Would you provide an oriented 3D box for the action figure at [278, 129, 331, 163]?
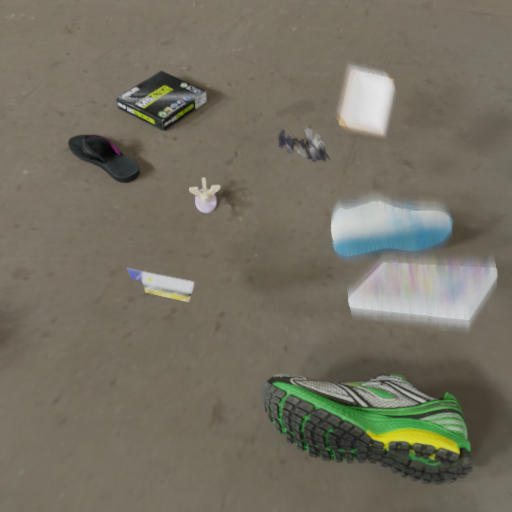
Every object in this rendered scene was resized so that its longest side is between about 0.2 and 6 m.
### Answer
[{"bbox_3d":[0.969,-2.033,10.275,1.056,0.539,0.628,10,19,-30],"label":"action figure"}]

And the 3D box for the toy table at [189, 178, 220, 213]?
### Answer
[{"bbox_3d":[-1.114,-1.347,12.322,0.664,0.423,0.723,-15,49,-13],"label":"toy table"}]

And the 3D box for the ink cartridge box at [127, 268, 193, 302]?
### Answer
[{"bbox_3d":[-1.561,0.485,9.073,1.048,1.036,0.246,11,78,-7],"label":"ink cartridge box"}]

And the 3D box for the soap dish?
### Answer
[{"bbox_3d":[2.130,-2.961,10.882,0.870,0.449,1.106,12,88,0],"label":"soap dish"}]

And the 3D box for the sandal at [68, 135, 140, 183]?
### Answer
[{"bbox_3d":[-3.604,-2.477,13.247,2.212,0.530,0.832,31,55,24],"label":"sandal"}]

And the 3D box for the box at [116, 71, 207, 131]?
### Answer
[{"bbox_3d":[-2.483,-4.127,14.799,1.680,0.413,1.740,32,55,22],"label":"box"}]

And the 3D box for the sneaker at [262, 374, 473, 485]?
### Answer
[{"bbox_3d":[1.634,2.429,8.612,3.177,1.239,1.353,15,42,2],"label":"sneaker"}]

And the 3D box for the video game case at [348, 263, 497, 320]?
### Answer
[{"bbox_3d":[2.466,0.475,8.348,1.808,0.163,1.295,3,27,39],"label":"video game case"}]

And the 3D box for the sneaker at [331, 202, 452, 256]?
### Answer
[{"bbox_3d":[2.625,-0.648,10.943,2.303,0.881,0.930,-4,48,5],"label":"sneaker"}]
